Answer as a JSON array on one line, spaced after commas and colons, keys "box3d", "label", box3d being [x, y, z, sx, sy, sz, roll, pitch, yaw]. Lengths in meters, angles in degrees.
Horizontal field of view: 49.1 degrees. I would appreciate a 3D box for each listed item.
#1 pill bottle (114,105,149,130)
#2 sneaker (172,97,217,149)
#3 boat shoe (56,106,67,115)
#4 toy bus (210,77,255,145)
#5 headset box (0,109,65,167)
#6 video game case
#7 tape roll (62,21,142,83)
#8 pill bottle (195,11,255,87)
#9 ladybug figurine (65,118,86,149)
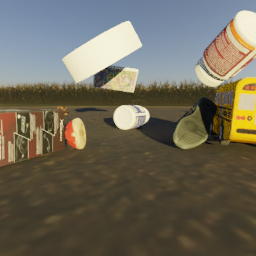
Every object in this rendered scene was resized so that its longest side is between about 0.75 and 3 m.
[{"box3d": [0.156, -0.352, 8.799, 0.730, 0.730, 1.262, 3, 5, 28], "label": "pill bottle"}, {"box3d": [1.202, 0.070, 5.524, 0.591, 0.886, 1.547, 35, 43, 5], "label": "sneaker"}, {"box3d": [-4.166, -1.069, 17.304, 0.574, 0.573, 1.630, 2, 7, 2], "label": "boat shoe"}, {"box3d": [2.267, -0.289, 5.537, 0.967, 1.163, 2.970, 4, 6, 10], "label": "toy bus"}, {"box3d": [-2.062, 0.080, 4.201, 1.425, 0.739, 1.915, 2, 4, 20], "label": "headset box"}, {"box3d": [-0.590, -2.246, 12.691, 1.928, 0.174, 1.381, 8, -36, -4], "label": "video game case"}, {"box3d": [-0.909, -2.693, 10.025, 2.790, 0.976, 2.790, -28, 14, 7], "label": "tape roll"}, {"box3d": [3.732, -2.765, 10.297, 1.530, 1.530, 2.679, -2, -23, -24], "label": "pill bottle"}, {"box3d": [-0.928, 0.107, 4.948, 0.292, 0.551, 0.811, -8, -3, -2], "label": "ladybug figurine"}]
